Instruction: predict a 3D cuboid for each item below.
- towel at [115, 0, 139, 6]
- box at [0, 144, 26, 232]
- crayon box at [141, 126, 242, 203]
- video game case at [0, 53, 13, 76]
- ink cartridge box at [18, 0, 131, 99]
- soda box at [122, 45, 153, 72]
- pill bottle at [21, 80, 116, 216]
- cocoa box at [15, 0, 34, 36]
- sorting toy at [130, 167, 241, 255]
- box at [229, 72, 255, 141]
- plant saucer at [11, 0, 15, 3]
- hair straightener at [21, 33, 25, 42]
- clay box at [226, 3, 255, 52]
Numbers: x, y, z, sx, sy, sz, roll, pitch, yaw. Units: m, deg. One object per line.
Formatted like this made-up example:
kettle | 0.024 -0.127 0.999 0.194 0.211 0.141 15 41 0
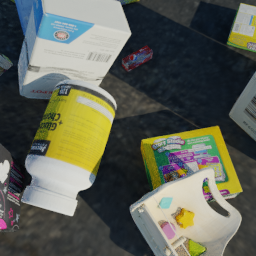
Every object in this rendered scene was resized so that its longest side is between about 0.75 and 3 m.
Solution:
towel | -0.292 -4.545 9.708 1.273 0.145 0.914 -22 65 -10
box | -3.296 1.071 5.358 1.768 2.675 1.535 -2 63 -1
crayon box | 1.414 0.938 6.621 1.937 0.564 1.671 -10 62 -4
video game case | -3.850 -1.321 6.989 1.709 1.549 0.306 -41 91 -4
ink cartridge box | -1.409 -1.826 6.626 1.871 2.579 1.080 1 60 -31
soda box | 0.281 -2.067 8.331 0.932 0.295 0.326 -32 68 -16
pill bottle | -1.286 0.422 6.086 1.495 1.495 2.670 13 70 7
cocoa box | -2.040 -3.704 8.328 2.188 1.459 1.436 -2 41 -1
sorting toy | 1.293 1.835 5.635 1.936 1.149 2.150 -32 91 -16
box | 4.464 -0.632 6.140 2.472 2.871 2.886 -35 68 -16
plant saucer | -3.084 -5.461 10.012 2.895 0.450 2.895 0 62 -1
hair straightener | -2.260 -2.756 8.717 2.213 0.453 0.852 6 41 10
clay box | 4.454 -2.892 8.590 2.469 0.588 1.419 20 64 10
